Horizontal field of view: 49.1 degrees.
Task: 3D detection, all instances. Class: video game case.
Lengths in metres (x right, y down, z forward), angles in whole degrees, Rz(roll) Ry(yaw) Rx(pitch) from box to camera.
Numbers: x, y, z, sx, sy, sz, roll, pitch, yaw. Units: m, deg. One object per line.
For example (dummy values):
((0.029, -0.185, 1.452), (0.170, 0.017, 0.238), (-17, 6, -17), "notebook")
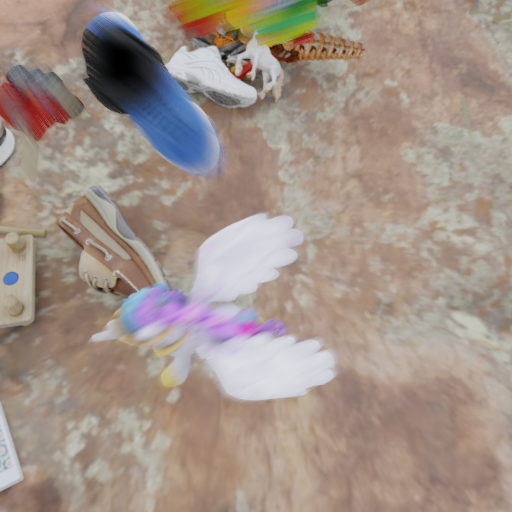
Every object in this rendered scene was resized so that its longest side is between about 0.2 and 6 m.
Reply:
((-4.379, 2.925, 8.310), (1.418, 0.184, 1.557), (-25, 64, -13), "video game case")

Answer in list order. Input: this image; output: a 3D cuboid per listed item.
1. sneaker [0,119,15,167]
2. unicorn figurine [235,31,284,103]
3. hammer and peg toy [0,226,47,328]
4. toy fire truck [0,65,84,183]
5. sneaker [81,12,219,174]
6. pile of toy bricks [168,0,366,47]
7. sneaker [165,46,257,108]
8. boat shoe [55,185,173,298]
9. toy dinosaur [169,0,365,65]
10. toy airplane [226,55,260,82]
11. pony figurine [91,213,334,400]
((-5.924, -1.649, 9.782), (1.316, 2.007, 3.488), (24, 64, 13), "sneaker")
((0.103, -3.967, 11.238), (0.633, 1.714, 1.177), (17, 76, 25), "unicorn figurine")
((-4.547, 0.158, 9.463), (1.728, 0.828, 2.349), (-8, 61, -4), "hammer and peg toy")
((-3.151, -1.823, 7.769), (1.145, 0.837, 1.301), (21, 72, 31), "toy fire truck")
((-1.440, -2.094, 7.848), (1.028, 2.678, 1.490), (-29, 26, 9), "sneaker")
((0.500, -3.440, 7.339), (3.055, 1.508, 1.695), (-31, 62, -18), "pile of toy bricks")
((-0.876, -3.784, 11.500), (2.123, 0.827, 1.055), (24, 84, 11), "sneaker")
((-2.324, 0.178, 9.343), (1.148, 1.211, 3.198), (-34, 57, -13), "boat shoe")
((0.256, -5.207, 12.134), (4.387, 2.241, 2.978), (34, 80, -3), "toy dinosaur")
((-0.260, -4.025, 11.792), (0.794, 0.797, 0.562), (-21, 76, -12), "toy airplane")
((-0.370, 0.721, 5.586), (2.009, 2.081, 1.733), (-14, 70, 0), "pony figurine")
